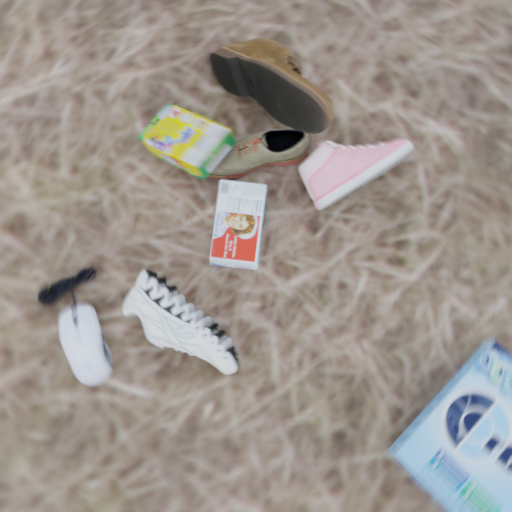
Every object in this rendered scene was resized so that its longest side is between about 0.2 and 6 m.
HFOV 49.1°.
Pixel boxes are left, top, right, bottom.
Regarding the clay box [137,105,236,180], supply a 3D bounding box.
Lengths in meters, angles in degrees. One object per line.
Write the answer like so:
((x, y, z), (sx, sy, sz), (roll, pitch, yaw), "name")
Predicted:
((-1.294, -2.106, 10.162), (1.674, 0.398, 0.962), (31, 75, 33), "clay box")

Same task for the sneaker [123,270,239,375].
((-1.269, 1.266, 9.474), (2.309, 0.868, 0.936), (40, 92, 12), "sneaker")

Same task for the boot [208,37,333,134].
((0.439, -3.178, 9.845), (1.186, 1.157, 3.143), (-34, 49, -16), "boot")

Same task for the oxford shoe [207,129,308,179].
((-0.099, -1.963, 10.171), (2.148, 0.803, 0.757), (-14, 77, -3), "oxford shoe")

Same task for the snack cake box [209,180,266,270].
((-0.314, -0.551, 9.994), (0.857, 0.501, 1.490), (7, 77, 0), "snack cake box")

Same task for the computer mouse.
((-3.019, 1.227, 9.606), (1.080, 0.432, 1.969), (-21, 77, -6), "computer mouse")

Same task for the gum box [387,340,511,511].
((3.818, 3.051, 9.102), (2.172, 0.569, 2.556), (44, 80, 9), "gum box")

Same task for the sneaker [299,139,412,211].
((1.733, -1.791, 10.134), (2.087, 0.786, 1.091), (-31, 84, -3), "sneaker")
